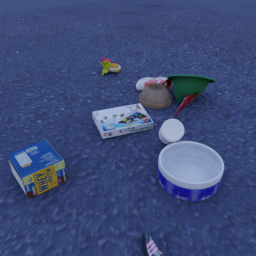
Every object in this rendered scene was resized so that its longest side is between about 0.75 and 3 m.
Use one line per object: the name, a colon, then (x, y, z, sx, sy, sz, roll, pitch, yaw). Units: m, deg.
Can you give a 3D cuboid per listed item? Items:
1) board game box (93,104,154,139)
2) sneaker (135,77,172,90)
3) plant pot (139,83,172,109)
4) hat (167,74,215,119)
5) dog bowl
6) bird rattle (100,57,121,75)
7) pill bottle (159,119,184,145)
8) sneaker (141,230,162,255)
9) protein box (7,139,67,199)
board game box: (-0.212, -0.318, 11.048, 2.091, 0.362, 1.320, -11, 44, -19)
sneaker: (1.263, -2.119, 13.447, 1.749, 0.584, 0.937, -12, 20, -21)
plant pot: (1.260, -1.556, 12.698, 1.544, 0.712, 1.544, 1, 36, 0)
hat: (2.611, -1.174, 12.541, 2.455, 2.161, 2.034, 4, 1, -23)
dog bowl: (1.890, 1.275, 8.613, 1.932, 0.761, 1.932, 0, 36, 0)
bird rattle: (-0.970, -3.351, 15.500, 1.180, 0.816, 1.448, 14, 23, 0)
pill bottle: (1.461, 0.180, 9.677, 0.755, 1.320, 0.755, 0, 79, 1)
sneaker: (0.587, 2.924, 6.718, 0.407, 0.348, 0.991, 10, 34, -18)
protein box: (-2.775, 1.215, 8.594, 1.287, 0.875, 1.297, -24, 41, -30)
